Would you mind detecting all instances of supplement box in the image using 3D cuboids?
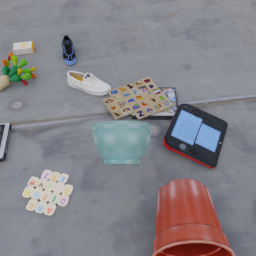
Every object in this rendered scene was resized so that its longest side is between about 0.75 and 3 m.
[{"bbox_3d":[-5.396,-4.130,14.486,0.976,0.359,0.615,-8,50,-7],"label":"supplement box"}]

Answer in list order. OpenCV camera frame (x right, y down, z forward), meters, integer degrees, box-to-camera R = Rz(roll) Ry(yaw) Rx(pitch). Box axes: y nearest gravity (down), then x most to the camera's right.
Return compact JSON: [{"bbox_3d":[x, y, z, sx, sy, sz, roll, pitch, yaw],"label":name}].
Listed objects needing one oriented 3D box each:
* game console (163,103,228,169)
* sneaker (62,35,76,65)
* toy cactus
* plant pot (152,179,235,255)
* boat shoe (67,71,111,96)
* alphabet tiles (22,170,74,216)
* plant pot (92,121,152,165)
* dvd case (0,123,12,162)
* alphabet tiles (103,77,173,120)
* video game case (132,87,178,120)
[{"bbox_3d":[2.605,0.198,10.670,2.111,0.370,2.387,23,54,10],"label":"game console"},{"bbox_3d":[-3.025,-3.933,14.085,0.644,0.715,1.836,-12,51,-11],"label":"sneaker"},{"bbox_3d":[-5.278,-2.411,12.787,2.229,1.140,1.839,36,77,23],"label":"toy cactus"},{"bbox_3d":[1.644,2.686,7.771,2.112,2.112,2.054,1,41,1],"label":"plant pot"},{"bbox_3d":[-1.764,-2.081,12.499,2.128,0.743,0.755,20,53,16],"label":"boat shoe"},{"bbox_3d":[-2.670,2.110,9.371,1.571,0.115,1.537,11,51,9],"label":"alphabet tiles"},{"bbox_3d":[-0.172,0.513,8.453,1.808,1.808,1.212,-1,82,-1],"label":"plant pot"},{"bbox_3d":[-5.708,0.612,10.525,2.323,0.287,1.746,-6,50,-4],"label":"dvd case"},{"bbox_3d":[0.315,-1.191,11.848,2.501,0.094,2.090,-22,53,-17],"label":"alphabet tiles"},{"bbox_3d":[1.135,-1.087,11.984,1.968,0.251,1.779,1,49,0],"label":"video game case"}]
